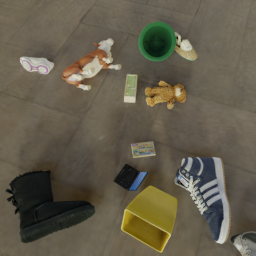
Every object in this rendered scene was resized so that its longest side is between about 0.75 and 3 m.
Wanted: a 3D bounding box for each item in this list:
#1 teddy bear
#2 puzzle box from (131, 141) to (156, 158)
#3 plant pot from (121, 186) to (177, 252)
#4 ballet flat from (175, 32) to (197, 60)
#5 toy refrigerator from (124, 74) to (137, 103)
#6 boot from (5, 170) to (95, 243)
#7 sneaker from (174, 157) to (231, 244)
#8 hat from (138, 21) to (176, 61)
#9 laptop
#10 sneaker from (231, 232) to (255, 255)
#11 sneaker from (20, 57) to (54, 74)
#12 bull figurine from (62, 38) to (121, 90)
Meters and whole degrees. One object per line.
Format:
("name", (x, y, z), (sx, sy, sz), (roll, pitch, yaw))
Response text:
("teddy bear", (1.547, -1.397, 11.539), (1.742, 0.582, 1.263), (9, 60, 6))
("puzzle box", (0.574, 0.797, 10.429), (0.838, 0.107, 0.557), (-7, 57, -4))
("plant pot", (0.758, 2.656, 8.578), (1.425, 1.425, 1.257), (25, 50, 15))
("ballet flat", (2.430, -3.933, 13.076), (0.722, 0.668, 2.047), (-38, 65, -21))
("toy refrigerator", (0.124, -1.691, 11.804), (0.467, 0.431, 1.231), (5, 58, 3))
("boot", (-2.536, 2.289, 9.073), (2.515, 0.931, 2.061), (-19, 55, -12))
("sneaker", (2.313, 2.160, 9.013), (1.559, 1.007, 2.874), (8, 51, -1))
("hat", (1.334, -4.061, 13.436), (1.690, 1.796, 2.040), (33, 91, -6))
("laptop", (0.092, 1.680, 9.656), (0.927, 0.479, 0.821), (29, 62, 17))
("sneaker", (3.399, 3.931, 8.073), (2.543, 0.954, 1.468), (-31, 57, -29))
("sneaker", (-4.065, -2.859, 12.561), (1.568, 0.587, 0.781), (19, 42, 11))
("bull figurine", (-1.436, -2.761, 12.070), (2.912, 0.948, 1.768), (-42, 45, -18))
